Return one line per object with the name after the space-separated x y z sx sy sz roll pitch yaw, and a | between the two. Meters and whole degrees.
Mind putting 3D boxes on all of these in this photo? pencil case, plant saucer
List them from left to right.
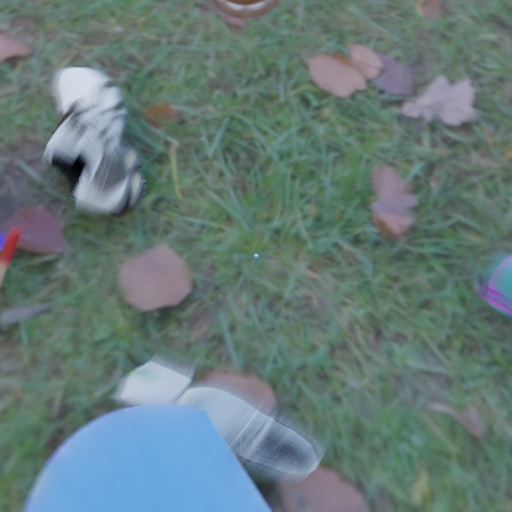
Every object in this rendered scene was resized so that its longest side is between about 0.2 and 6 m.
-0.215 -5.412 11.437 1.402 0.225 1.402 0 65 1 | plant saucer
4.130 0.739 7.519 2.003 0.926 0.852 28 26 -19 | pencil case

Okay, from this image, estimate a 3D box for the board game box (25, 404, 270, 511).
-0.983 3.655 6.645 2.990 0.737 3.784 -37 78 8 | board game box

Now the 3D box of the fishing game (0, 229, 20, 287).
-3.995 -0.634 7.631 0.499 2.297 3.208 -5 44 -50 | fishing game

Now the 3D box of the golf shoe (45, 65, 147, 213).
-2.739 -2.000 8.867 1.078 1.310 2.773 -38 69 30 | golf shoe

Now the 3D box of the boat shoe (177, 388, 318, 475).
-0.051 2.210 7.063 1.964 0.699 0.685 30 67 -16 | boat shoe

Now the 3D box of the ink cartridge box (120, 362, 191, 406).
-1.315 1.777 7.509 0.667 0.921 0.387 23 89 6 | ink cartridge box
